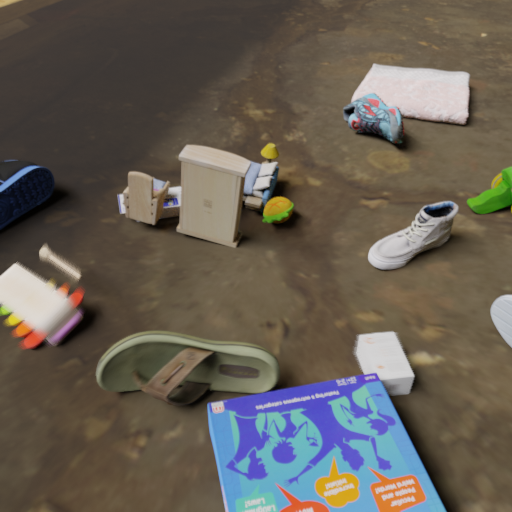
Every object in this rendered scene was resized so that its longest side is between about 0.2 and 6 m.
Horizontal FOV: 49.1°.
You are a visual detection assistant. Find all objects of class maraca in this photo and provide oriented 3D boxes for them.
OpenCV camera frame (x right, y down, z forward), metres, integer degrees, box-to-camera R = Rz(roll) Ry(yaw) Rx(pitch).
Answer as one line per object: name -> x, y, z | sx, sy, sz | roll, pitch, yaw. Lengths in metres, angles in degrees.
maraca -> 0.411, -0.838, 10.702 | 0.609, 0.475, 0.888 | -16, 22, 18

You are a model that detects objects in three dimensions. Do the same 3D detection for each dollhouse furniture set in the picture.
dollhouse furniture set -> -0.873, -1.816, 10.716 | 2.446, 1.691, 2.591 | 16, 43, 6

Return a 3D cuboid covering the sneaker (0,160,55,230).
sneaker -> -5.322, -0.973, 10.596 | 1.153, 1.038, 2.960 | 17, 38, 32

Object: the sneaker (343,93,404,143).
sneaker -> 2.783, -3.176, 13.522 | 1.050, 0.872, 2.199 | -19, 34, -6

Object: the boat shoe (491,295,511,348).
boat shoe -> 4.309, 1.279, 8.098 | 0.606, 0.703, 1.954 | -3, 38, -41

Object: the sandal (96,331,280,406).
sandal -> -0.901, 1.552, 7.363 | 2.439, 0.969, 0.696 | 1, 34, 0

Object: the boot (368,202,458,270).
boot -> 2.778, -0.436, 9.883 | 1.811, 0.866, 0.666 | -24, 52, -26

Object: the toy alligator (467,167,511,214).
toy alligator -> 6.025, -1.395, 11.007 | 3.681, 0.999, 1.092 | -3, 39, -4

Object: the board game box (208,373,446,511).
board game box -> 0.802, 2.767, 6.117 | 2.250, 0.666, 2.959 | -8, 40, -10

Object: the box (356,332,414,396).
box -> 1.793, 1.521, 7.873 | 0.518, 0.406, 0.832 | -5, 39, -7

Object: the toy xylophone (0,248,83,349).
toy xylophone -> -3.383, 0.605, 8.712 | 1.716, 0.431, 1.256 | 35, 65, 29

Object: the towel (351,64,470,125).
towel -> 4.299, -4.473, 15.258 | 2.924, 0.471, 2.793 | 12, 41, 15

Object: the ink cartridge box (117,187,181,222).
ink cartridge box -> -1.984, -1.027, 11.135 | 1.453, 0.285, 0.722 | -8, 40, -12
